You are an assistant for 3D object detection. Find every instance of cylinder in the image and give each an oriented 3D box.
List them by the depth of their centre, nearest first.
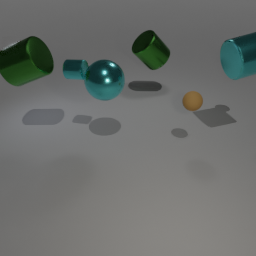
[{"bbox_3d":[4.153,-2.507,9.655,1.400,1.400,1.400,-17,33,-7],"label":"cylinder"},{"bbox_3d":[-1.846,-2.072,9.941,0.700,0.700,0.700,5,31,16],"label":"cylinder"},{"bbox_3d":[-3.623,-2.346,9.961,1.400,1.400,1.400,-16,25,21],"label":"cylinder"},{"bbox_3d":[1.135,-3.816,13.792,1.400,1.400,1.400,-26,47,31],"label":"cylinder"}]

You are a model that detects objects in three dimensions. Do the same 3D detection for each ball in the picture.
[{"bbox_3d":[-0.804,-1.638,9.621,1.400,1.400,1.400,0,30,0],"label":"ball"},{"bbox_3d":[2.254,-0.938,9.767,0.700,0.700,0.700,0,30,0],"label":"ball"}]
